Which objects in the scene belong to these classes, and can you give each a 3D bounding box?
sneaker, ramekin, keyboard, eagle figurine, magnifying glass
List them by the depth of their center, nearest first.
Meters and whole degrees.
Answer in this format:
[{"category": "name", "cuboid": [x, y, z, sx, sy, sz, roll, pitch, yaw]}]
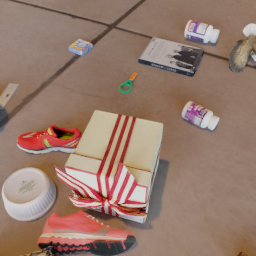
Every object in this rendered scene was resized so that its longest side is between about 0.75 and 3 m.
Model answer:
[{"category": "sneaker", "cuboid": [-1.110, 2.800, 7.775, 2.647, 0.976, 1.148, 1, 47, 1]}, {"category": "ramekin", "cuboid": [-3.085, 1.951, 8.651, 1.628, 0.758, 1.628, 0, 48, 0]}, {"category": "sneaker", "cuboid": [-2.765, 0.275, 9.948, 2.396, 1.017, 0.922, -2, 49, -2]}, {"category": "keyboard", "cuboid": [-5.241, -1.400, 12.066, 0.446, 0.084, 1.583, 12, 50, 3]}, {"category": "magnifying glass", "cuboid": [0.066, -2.035, 12.573, 0.563, 0.158, 1.414, 19, 53, 17]}, {"category": "eagle figurine", "cuboid": [5.835, -3.648, 13.198, 1.642, 1.651, 2.176, 31, 48, 0]}]

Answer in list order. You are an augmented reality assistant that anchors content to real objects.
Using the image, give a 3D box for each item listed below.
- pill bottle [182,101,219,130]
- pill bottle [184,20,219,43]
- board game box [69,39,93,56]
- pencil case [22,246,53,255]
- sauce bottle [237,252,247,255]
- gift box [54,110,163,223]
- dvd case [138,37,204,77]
[{"category": "pill bottle", "cuboid": [2.793, -0.456, 10.792, 1.300, 0.730, 0.730, 31, 55, 24]}, {"category": "pill bottle", "cuboid": [3.871, -4.998, 14.656, 1.627, 0.906, 0.906, 24, 53, 19]}, {"category": "board game box", "cuboid": [-2.418, -4.138, 14.333, 0.888, 0.248, 0.870, 25, 53, 20]}, {"category": "pencil case", "cuboid": [-3.126, 3.747, 6.762, 2.795, 1.250, 1.087, -11, 51, -9]}, {"category": "sauce bottle", "cuboid": [3.601, 4.013, 6.892, 2.133, 0.704, 0.704, 32, 56, 27]}, {"category": "gift box", "cuboid": [-0.419, 1.108, 8.159, 2.530, 2.742, 2.560, 8, 50, 14]}, {"category": "dvd case", "cuboid": [2.141, -3.545, 13.756, 2.744, 0.339, 2.063, 18, 52, 16]}]
